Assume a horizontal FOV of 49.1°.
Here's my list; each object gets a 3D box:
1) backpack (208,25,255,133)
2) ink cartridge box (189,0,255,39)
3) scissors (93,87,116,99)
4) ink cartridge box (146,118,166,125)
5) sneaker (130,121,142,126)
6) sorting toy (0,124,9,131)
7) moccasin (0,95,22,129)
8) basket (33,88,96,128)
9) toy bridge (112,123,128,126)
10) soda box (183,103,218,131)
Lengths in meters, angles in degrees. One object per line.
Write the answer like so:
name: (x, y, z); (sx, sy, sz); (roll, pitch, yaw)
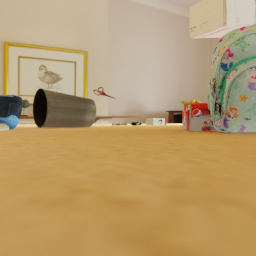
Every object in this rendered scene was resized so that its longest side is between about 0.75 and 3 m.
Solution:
backpack: (2.391, -0.861, 5.184); (1.744, 1.964, 1.479); (1, 21, 8)
ink cartridge box: (3.935, -4.004, 9.997); (2.870, 1.188, 2.102); (-8, 8, -19)
scissors: (-1.091, -1.542, 13.164); (0.498, 0.095, 1.360); (-33, -34, 17)
ink cartridge box: (1.986, -0.414, 18.709); (1.391, 0.468, 0.808); (0, 1, -33)
sneaker: (0.503, -0.230, 17.340); (0.753, 0.270, 0.312); (-1, 26, -8)
sorting toy: (-3.578, -0.060, 6.032); (1.568, 0.282, 2.104); (0, 1, -13)
moccasin: (-4.186, -0.605, 8.114); (2.852, 0.973, 1.148); (10, -21, 16)
basket: (-2.310, -0.650, 10.415); (1.987, 1.351, 1.792); (4, 18, -35)
toy bridge: (-0.545, -0.222, 17.338); (1.100, 0.150, 0.370); (-1, 0, -37)
soda box: (1.847, -0.269, 7.275); (0.723, 0.655, 2.065); (0, 2, 7)
